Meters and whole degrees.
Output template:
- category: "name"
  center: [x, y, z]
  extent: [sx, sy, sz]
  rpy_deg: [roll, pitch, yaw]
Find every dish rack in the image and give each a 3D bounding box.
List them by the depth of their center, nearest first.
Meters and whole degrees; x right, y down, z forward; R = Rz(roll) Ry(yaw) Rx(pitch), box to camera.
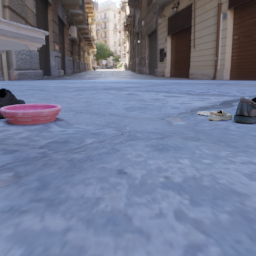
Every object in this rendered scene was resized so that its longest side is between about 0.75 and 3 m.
- category: "dish rack"
  center: [-2.261, -1.461, 4.547]
  extent: [1.414, 0.359, 1.648]
  rpy_deg: [2, 9, 24]

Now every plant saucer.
- category: "plant saucer"
  center: [-2.797, -0.416, 8.167]
  extent: [1.679, 0.425, 1.679]
  rpy_deg: [0, 12, 0]

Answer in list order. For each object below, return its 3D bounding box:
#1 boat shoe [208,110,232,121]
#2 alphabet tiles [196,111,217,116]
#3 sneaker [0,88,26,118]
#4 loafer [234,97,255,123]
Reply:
- category: "boat shoe"
  center: [2.783, -0.395, 8.361]
  extent: [0.875, 0.303, 0.323]
  rpy_deg: [-7, 13, -29]
- category: "alphabet tiles"
  center: [2.743, -0.473, 9.356]
  extent: [0.822, 0.061, 0.840]
  rpy_deg: [-7, 14, -29]
- category: "sneaker"
  center: [-3.940, -0.870, 9.235]
  extent: [0.753, 0.900, 1.983]
  rpy_deg: [-2, 10, 3]
- category: "loafer"
  center: [3.905, -0.624, 8.435]
  extent: [0.819, 0.717, 2.280]
  rpy_deg: [10, 15, 41]
